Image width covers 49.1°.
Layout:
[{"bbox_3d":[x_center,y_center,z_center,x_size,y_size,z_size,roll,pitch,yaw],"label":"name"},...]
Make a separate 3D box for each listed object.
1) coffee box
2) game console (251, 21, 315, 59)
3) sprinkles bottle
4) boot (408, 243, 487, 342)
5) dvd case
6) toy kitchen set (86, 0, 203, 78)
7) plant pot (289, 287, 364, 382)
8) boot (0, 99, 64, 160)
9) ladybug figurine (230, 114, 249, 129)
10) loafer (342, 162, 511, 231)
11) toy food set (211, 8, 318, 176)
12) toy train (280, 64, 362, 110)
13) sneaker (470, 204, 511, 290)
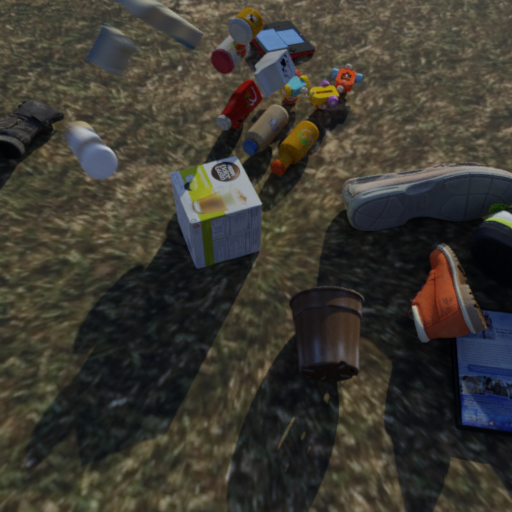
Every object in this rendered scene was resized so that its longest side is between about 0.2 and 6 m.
[{"bbox_3d":[-0.677,-0.754,9.743,1.246,1.260,1.258,-17,55,-12],"label":"coffee box"},{"bbox_3d":[0.587,-5.349,13.889,1.309,0.230,1.480,-19,56,-14],"label":"game console"},{"bbox_3d":[-2.474,-1.588,8.304,0.473,0.473,1.385,-24,37,-17],"label":"sprinkles bottle"},{"bbox_3d":[2.915,0.569,9.076,1.075,0.752,2.004,-25,28,22],"label":"boot"},{"bbox_3d":[3.745,1.724,8.548,1.490,0.183,2.088,6,53,6],"label":"dvd case"},{"bbox_3d":[-1.828,-3.376,8.726,0.907,1.234,1.540,41,18,19],"label":"toy kitchen set"},{"bbox_3d":[1.065,1.220,8.413,1.158,1.158,1.147,2,60,2],"label":"plant pot"},{"bbox_3d":[-5.189,-2.769,11.767,1.833,0.635,1.596,17,50,6],"label":"boot"},{"bbox_3d":[-0.360,-3.027,11.907,0.345,0.651,0.960,35,58,-2],"label":"ladybug figurine"},{"bbox_3d":[3.168,-1.259,10.286,3.194,1.148,1.004,-8,46,-3],"label":"loafer"},{"bbox_3d":[-0.058,-3.042,10.820,1.404,2.940,1.323,9,52,42],"label":"toy food set"},{"bbox_3d":[1.336,-3.805,12.561,1.935,0.538,1.453,12,52,5],"label":"toy train"},{"bbox_3d":[5.267,0.218,8.978,1.516,1.313,3.661,-36,61,-24],"label":"sneaker"}]
